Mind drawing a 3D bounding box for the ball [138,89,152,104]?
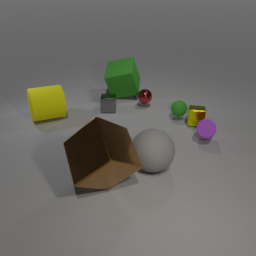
[{"bbox_3d":[0.810,-1.504,13.340,0.700,0.700,0.700,0,29,0],"label":"ball"}]

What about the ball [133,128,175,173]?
[{"bbox_3d":[0.793,0.707,8.900,1.400,1.400,1.400,0,29,0],"label":"ball"}]

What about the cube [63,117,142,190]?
[{"bbox_3d":[-0.719,0.763,7.850,1.400,1.400,1.400,21,40,-50],"label":"cube"}]

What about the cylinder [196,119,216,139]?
[{"bbox_3d":[2.931,0.041,10.481,0.700,0.700,0.700,9,-2,16],"label":"cylinder"}]

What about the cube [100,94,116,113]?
[{"bbox_3d":[-0.903,-1.161,13.025,0.700,0.700,0.700,0,26,0],"label":"cube"}]

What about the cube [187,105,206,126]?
[{"bbox_3d":[2.884,-0.516,11.800,0.700,0.700,0.700,6,23,10],"label":"cube"}]

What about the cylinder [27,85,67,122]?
[{"bbox_3d":[-3.524,-1.082,12.130,1.400,1.400,1.400,-12,31,-22],"label":"cylinder"}]

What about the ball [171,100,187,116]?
[{"bbox_3d":[2.212,-0.850,12.112,0.700,0.700,0.700,0,29,0],"label":"ball"}]

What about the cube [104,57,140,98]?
[{"bbox_3d":[-0.252,-2.524,14.164,1.400,1.400,1.400,-8,46,15],"label":"cube"}]
